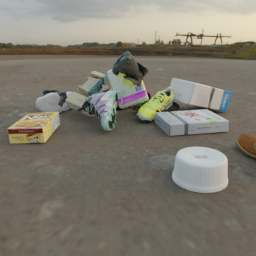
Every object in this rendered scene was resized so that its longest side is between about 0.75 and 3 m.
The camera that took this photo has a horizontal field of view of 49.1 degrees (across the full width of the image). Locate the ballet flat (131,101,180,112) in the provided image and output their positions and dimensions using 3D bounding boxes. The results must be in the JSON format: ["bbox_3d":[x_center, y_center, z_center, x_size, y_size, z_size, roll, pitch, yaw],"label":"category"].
[{"bbox_3d":[1.294,-0.965,13.350,2.339,0.542,0.788,0,40,-8],"label":"ballet flat"}]

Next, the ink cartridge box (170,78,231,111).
[{"bbox_3d":[3.381,-1.588,13.395,2.394,1.009,1.748,8,13,-31],"label":"ink cartridge box"}]

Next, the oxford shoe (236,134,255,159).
[{"bbox_3d":[4.103,0.526,8.046,0.926,0.926,2.597,-7,17,-15],"label":"oxford shoe"}]

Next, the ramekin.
[{"bbox_3d":[1.808,0.980,6.994,1.374,0.670,1.374,0,17,0],"label":"ramekin"}]

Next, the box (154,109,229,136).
[{"bbox_3d":[2.448,-0.249,11.118,2.373,0.489,1.850,-3,18,-11],"label":"box"}]

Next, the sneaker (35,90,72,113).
[{"bbox_3d":[-3.757,-1.257,13.478,1.537,1.019,2.701,8,14,25],"label":"sneaker"}]

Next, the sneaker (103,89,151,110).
[{"bbox_3d":[-0.241,-1.501,14.334,2.780,1.024,1.206,-1,15,-30],"label":"sneaker"}]

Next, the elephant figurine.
[{"bbox_3d":[0.239,-2.046,10.327,1.047,1.479,1.148,-36,26,30],"label":"elephant figurine"}]

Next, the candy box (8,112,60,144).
[{"bbox_3d":[-3.374,-0.057,10.317,1.217,0.583,2.109,-1,19,1],"label":"candy box"}]

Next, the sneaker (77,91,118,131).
[{"bbox_3d":[-1.277,-0.658,11.119,1.605,0.892,2.294,-3,35,6],"label":"sneaker"}]

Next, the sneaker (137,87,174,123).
[{"bbox_3d":[1.213,-1.093,12.302,0.930,0.942,2.466,30,44,19],"label":"sneaker"}]

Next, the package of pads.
[{"bbox_3d":[-0.021,-1.847,12.219,1.381,1.788,0.610,-18,5,8],"label":"package of pads"}]

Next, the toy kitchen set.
[{"bbox_3d":[-1.506,-1.235,13.479,1.442,1.960,2.447,24,58,20],"label":"toy kitchen set"}]
